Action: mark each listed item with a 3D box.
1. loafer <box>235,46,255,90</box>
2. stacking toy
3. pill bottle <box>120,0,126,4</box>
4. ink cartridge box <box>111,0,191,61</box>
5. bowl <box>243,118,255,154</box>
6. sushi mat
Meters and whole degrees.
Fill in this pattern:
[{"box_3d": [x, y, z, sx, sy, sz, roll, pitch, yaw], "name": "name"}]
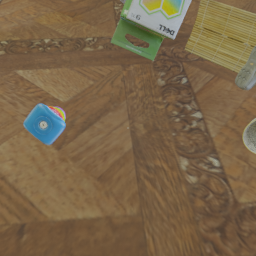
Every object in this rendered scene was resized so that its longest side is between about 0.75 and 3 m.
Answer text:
[{"box_3d": [2.331, -1.160, 4.941, 0.381, 1.091, 0.382, 14, 29, -39], "name": "loafer"}, {"box_3d": [-1.581, -0.208, 5.970, 0.706, 0.668, 1.217, 41, 14, -6], "name": "stacking toy"}, {"box_3d": [0.543, -4.648, 9.178, 1.631, 1.631, 2.877, -25, 52, -22], "name": "pill bottle"}, {"box_3d": [0.752, -3.284, 7.419, 1.457, 2.807, 0.832, 17, 19, -21], "name": "ink cartridge box"}, {"box_3d": [2.306, 0.054, 4.618, 0.772, 0.772, 0.362, 14, 36, 13], "name": "bowl"}, {"box_3d": [2.634, -1.869, 6.282, 2.726, 1.304, 0.165, 32, 33, 24], "name": "sushi mat"}]
